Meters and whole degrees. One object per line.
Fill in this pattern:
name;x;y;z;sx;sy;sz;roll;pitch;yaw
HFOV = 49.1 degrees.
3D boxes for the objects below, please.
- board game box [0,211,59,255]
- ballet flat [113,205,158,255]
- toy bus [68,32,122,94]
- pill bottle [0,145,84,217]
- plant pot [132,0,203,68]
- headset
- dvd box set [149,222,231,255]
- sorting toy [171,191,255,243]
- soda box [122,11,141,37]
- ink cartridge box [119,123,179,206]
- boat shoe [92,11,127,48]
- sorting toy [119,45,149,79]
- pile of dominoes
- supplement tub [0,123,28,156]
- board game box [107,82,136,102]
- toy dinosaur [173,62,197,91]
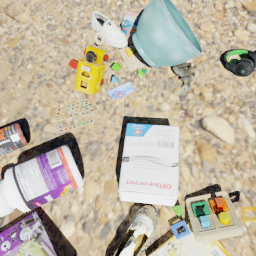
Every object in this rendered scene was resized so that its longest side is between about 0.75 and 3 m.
board game box;-2.961;4.116;8.323;1.792;0.482;2.986;-34;49;-13
ballet flat;0.200;3.572;8.758;0.914;1.015;2.695;30;65;14
toy bus;-1.532;-2.460;11.482;2.026;1.110;2.148;-27;101;24
pill bottle;-3.071;1.806;9.398;2.845;1.585;1.585;-23;64;-12
plant pot;1.441;-3.731;11.606;1.974;2.946;2.946;-34;59;27
headset;5.384;-2.715;12.489;1.448;1.101;2.344;-36;52;-21
dvd box set;1.919;4.105;8.862;2.191;0.322;1.603;-33;66;-16
sorting toy;2.736;2.766;9.056;2.838;0.387;1.598;-13;37;6
soda box;1.035;-4.782;13.464;2.602;0.827;0.890;16;63;10
ink cartridge box;0.777;1.251;9.864;1.903;1.109;2.632;4;57;5
boat shoe;-0.913;-4.796;13.496;0.854;0.780;2.374;-33;66;-17
sorting toy;0.609;-3.140;12.861;1.502;0.299;2.033;-20;62;-11
pile of dominoes;-2.184;-0.575;11.476;1.595;0.254;1.243;-18;63;-11
supplement tub;-4.741;0.546;10.461;1.788;0.956;0.956;-24;64;-13
board game box;-0.290;-1.569;12.102;1.129;0.110;0.581;-26;63;-14
toy dinosaur;2.412;-2.555;12.327;0.929;0.699;1.816;-24;67;-21
